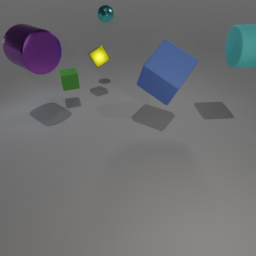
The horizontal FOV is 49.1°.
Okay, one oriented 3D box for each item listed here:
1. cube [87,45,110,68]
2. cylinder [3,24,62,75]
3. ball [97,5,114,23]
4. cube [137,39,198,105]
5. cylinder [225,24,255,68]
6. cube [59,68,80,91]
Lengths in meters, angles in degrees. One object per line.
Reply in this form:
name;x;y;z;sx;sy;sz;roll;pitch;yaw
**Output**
cube;-1.296;-3.170;12.397;0.700;0.700;0.700;-33;21;-4
cylinder;-3.148;-2.604;9.220;1.400;1.400;1.400;-28;40;-36
ball;-0.943;-4.815;11.832;0.700;0.700;0.700;0;33;0
cube;1.348;-1.936;9.896;1.400;1.400;1.400;35;69;4
cylinder;4.235;-2.772;9.483;1.400;1.400;1.400;-3;33;-4
cube;-2.504;-2.094;12.009;0.700;0.700;0.700;-12;35;-13
